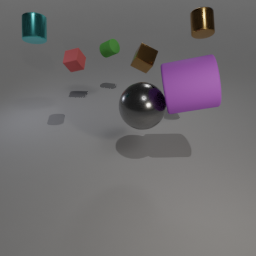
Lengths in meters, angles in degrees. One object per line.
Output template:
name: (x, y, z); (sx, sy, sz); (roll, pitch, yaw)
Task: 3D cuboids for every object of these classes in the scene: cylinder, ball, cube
cylinder: (-0.861, -3.745, 13.161); (0.700, 0.700, 0.700); (-11, 19, 40)
cylinder: (1.687, -1.167, 7.617); (1.400, 1.400, 1.400); (-8, 29, 11)
ball: (0.424, -0.648, 8.278); (1.400, 1.400, 1.400); (0, 31, 0)
cube: (-2.365, -3.004, 12.407); (0.700, 0.700, 0.700); (-7, 61, 20)
cube: (0.603, -2.604, 10.487); (0.700, 0.700, 0.700); (24, 72, -11)
cylinder: (2.256, -3.177, 8.500); (0.700, 0.700, 0.700); (-2, -6, 0)
cylinder: (-2.730, -2.896, 8.173); (0.700, 0.700, 0.700); (-1, -1, 0)
